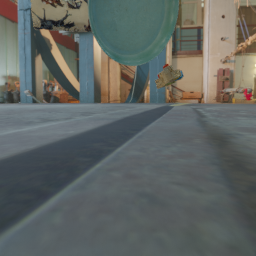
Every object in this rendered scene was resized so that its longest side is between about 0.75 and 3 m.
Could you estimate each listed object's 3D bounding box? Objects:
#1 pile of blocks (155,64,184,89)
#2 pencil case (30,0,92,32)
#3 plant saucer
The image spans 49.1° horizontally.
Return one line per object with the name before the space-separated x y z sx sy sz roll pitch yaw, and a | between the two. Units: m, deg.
pile of blocks | 1.390 -1.801 9.238 0.768 0.581 1.871 -20 1 -8
pencil case | -1.958 -3.970 9.656 2.849 1.274 1.108 0 -27 -5
plant saucer | 0.144 -2.719 6.398 2.535 2.535 0.347 -5 22 -36
